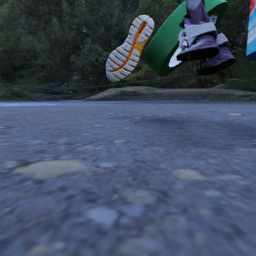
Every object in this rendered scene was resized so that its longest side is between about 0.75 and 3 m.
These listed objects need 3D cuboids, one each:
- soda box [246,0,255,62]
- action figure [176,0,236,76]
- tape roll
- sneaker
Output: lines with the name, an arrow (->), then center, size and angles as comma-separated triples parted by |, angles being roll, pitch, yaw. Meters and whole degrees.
soda box -> 3.396, -2.730, 6.307 | 0.874, 2.724, 0.924 | 23, -22, -25
action figure -> 1.295, -2.395, 5.463 | 0.922, 2.657, 1.729 | -15, -25, 23
tape roll -> 1.847, -2.982, 9.059 | 2.990, 0.719, 2.990 | -41, -9, -8
sneaker -> 0.142, -2.967, 10.972 | 1.087, 2.778, 1.073 | 37, 8, 2
